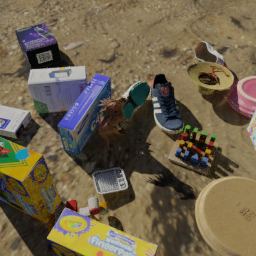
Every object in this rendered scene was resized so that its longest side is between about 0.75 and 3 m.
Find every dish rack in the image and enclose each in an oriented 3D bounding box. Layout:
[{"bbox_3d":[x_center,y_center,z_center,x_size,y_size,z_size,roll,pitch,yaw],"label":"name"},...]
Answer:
[{"bbox_3d":[-0.584,1.734,9.032,1.033,0.225,0.886,-7,48,-17],"label":"dish rack"}]

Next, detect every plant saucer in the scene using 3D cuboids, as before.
[{"bbox_3d":[5.399,-1.352,11.402,2.519,0.639,2.519,-2,43,2],"label":"plant saucer"}]

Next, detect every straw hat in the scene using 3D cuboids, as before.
[{"bbox_3d":[3.399,-1.916,11.929,2.091,0.885,2.091,4,45,-4],"label":"straw hat"}]

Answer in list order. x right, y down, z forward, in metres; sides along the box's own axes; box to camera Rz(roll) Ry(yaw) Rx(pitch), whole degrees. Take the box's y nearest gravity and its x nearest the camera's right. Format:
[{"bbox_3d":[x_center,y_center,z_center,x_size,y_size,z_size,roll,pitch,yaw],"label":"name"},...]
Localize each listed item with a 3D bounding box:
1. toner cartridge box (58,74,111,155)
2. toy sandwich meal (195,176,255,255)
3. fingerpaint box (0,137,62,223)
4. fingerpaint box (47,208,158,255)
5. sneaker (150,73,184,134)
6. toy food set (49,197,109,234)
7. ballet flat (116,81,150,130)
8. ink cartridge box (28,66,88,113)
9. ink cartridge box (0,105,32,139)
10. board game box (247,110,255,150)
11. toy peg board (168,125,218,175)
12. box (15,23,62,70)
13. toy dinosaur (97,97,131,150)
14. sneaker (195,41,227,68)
[{"bbox_3d":[-1.482,-0.570,10.383,0.639,1.406,2.961,16,51,14],"label":"toner cartridge box"},{"bbox_3d":[3.321,2.650,7.879,2.934,1.005,2.934,-2,47,2],"label":"toy sandwich meal"},{"bbox_3d":[-3.172,1.442,7.863,2.071,2.483,0.911,19,52,16],"label":"fingerpaint box"},{"bbox_3d":[-0.572,3.104,6.751,2.337,1.950,0.857,18,51,14],"label":"fingerpaint box"},{"bbox_3d":[1.467,-1.053,10.945,1.048,1.181,2.795,-10,49,-9],"label":"sneaker"},{"bbox_3d":[-1.404,2.579,7.920,1.781,0.850,0.801,-9,46,-6],"label":"toy food set"},{"bbox_3d":[-0.056,-0.971,11.155,0.957,0.957,2.666,22,51,18],"label":"ballet flat"},{"bbox_3d":[-2.640,-1.502,11.090,2.164,1.572,0.947,-5,49,-4],"label":"ink cartridge box"},{"bbox_3d":[-5.113,-0.365,10.850,2.438,0.452,1.154,13,50,8],"label":"ink cartridge box"},{"bbox_3d":[5.250,0.562,9.386,1.394,1.369,2.658,-1,48,-1],"label":"board game box"},{"bbox_3d":[2.334,0.651,9.764,1.435,0.702,1.429,20,51,17],"label":"toy peg board"},{"bbox_3d":[-4.367,-4.000,13.627,1.557,1.098,2.104,-24,53,-19],"label":"box"},{"bbox_3d":[-0.652,-0.267,9.702,0.894,2.082,1.411,34,15,27],"label":"toy dinosaur"},{"bbox_3d":[3.973,-3.365,13.454,0.965,0.829,2.278,19,33,-27],"label":"sneaker"}]
